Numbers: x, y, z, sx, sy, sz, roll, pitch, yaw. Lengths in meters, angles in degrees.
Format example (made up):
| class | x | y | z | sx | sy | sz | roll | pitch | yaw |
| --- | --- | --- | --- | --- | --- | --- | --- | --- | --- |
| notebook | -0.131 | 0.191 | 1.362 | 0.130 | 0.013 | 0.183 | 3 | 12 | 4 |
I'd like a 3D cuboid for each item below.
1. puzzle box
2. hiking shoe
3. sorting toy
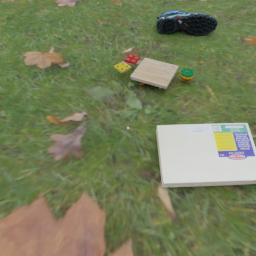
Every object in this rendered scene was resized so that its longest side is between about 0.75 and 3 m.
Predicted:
| class | x | y | z | sx | sy | sz | roll | pitch | yaw |
| --- | --- | --- | --- | --- | --- | --- | --- | --- | --- |
| puzzle box | 2.029 | 0.664 | 7.173 | 2.494 | 0.317 | 1.659 | -1 | 57 | -1 |
| hiking shoe | 2.560 | -4.737 | 12.229 | 2.612 | 0.972 | 1.132 | 5 | 47 | 5 |
| sorting toy | 0.841 | -1.827 | 9.750 | 2.670 | 0.452 | 1.287 | 19 | 49 | 17 |
